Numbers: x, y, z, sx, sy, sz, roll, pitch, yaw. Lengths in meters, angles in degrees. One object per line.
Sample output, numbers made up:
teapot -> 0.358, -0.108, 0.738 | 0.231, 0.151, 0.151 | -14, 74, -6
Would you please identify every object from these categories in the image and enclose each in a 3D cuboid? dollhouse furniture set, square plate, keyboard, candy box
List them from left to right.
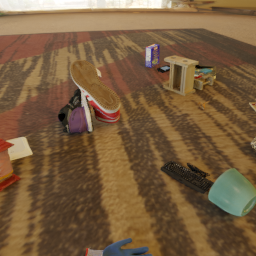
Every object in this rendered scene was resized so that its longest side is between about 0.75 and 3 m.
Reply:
dollhouse furniture set -> -4.057, 1.285, 7.194 | 0.932, 1.233, 2.291 | 18, 34, 28
square plate -> -3.914, 0.691, 9.319 | 1.208, 0.172, 1.196 | -15, 32, -24
candy box -> 1.525, -4.485, 17.368 | 0.467, 1.214, 1.026 | 19, 35, 30
keyboard -> 1.758, 1.280, 8.156 | 1.538, 0.305, 0.801 | 27, 39, 37
dollhouse furniture set -> 3.070, -2.816, 14.081 | 2.207, 1.556, 1.547 | -23, 37, -33

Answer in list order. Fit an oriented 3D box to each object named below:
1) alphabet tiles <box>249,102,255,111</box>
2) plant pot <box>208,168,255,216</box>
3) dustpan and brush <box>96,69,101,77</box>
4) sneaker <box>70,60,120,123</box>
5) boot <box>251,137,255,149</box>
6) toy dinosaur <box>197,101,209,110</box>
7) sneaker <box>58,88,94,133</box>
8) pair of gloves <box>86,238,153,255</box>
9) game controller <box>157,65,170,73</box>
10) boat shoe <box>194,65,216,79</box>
alphabet tiles -> 6.587, -0.643, 11.750 | 2.339, 0.089, 2.811 | 0, 30, 1
plant pot -> 2.634, 1.645, 6.854 | 1.026, 1.026, 0.823 | -19, 41, -30
dustpan and brush -> -2.121, -3.184, 15.930 | 1.313, 0.538, 1.881 | 5, 36, -4
sneaker -> -1.258, -1.318, 10.845 | 0.993, 1.568, 2.788 | -34, 67, -14
boot -> 5.180, 0.561, 9.006 | 2.053, 0.751, 1.546 | -23, 37, -24
toy dinosaur -> 3.301, -1.011, 12.323 | 0.441, 0.251, 0.831 | 27, 41, 3
sneaker -> -2.181, -0.780, 11.072 | 1.252, 1.083, 2.860 | -11, 31, -9
pair of gloves -> -0.205, 2.907, 5.395 | 1.441, 0.204, 1.793 | 1, 31, -1
game controller -> 2.219, -3.536, 16.713 | 1.046, 0.220, 0.546 | -26, 38, -36
boat shoe -> 3.837, -3.303, 15.817 | 2.302, 0.688, 0.823 | 17, 34, 27
